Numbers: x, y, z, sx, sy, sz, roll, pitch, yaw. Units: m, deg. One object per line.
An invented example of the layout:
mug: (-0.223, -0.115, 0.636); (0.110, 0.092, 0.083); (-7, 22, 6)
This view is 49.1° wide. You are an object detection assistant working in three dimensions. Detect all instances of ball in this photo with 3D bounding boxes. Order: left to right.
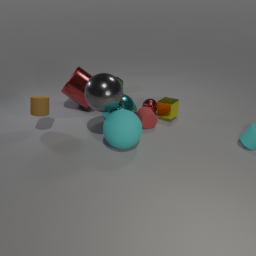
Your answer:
ball: (-0.856, -1.260, 10.015); (1.400, 1.400, 1.400); (0, 31, 0)
ball: (-0.349, -0.697, 11.224); (1.400, 1.400, 1.400); (0, 31, 0)
ball: (-0.193, 0.038, 10.019); (1.400, 1.400, 1.400); (0, 31, 0)
ball: (0.972, -0.951, 12.365); (0.700, 0.700, 0.700); (0, 31, 0)

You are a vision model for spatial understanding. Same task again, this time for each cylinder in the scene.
cylinder: (-3.391, -0.858, 10.782); (0.700, 0.700, 0.700); (4, 14, -1)
cylinder: (-2.038, -1.792, 12.572); (1.400, 1.400, 1.400); (35, 27, -16)
cylinder: (0.765, -0.421, 11.450); (0.700, 0.700, 0.700); (-8, 31, -13)
cylinder: (4.521, 0.310, 10.023); (0.700, 0.700, 0.700); (16, 42, -15)

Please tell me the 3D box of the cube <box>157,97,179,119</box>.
cube: (1.704, -0.855, 11.942); (0.700, 0.700, 0.700); (15, 30, 32)

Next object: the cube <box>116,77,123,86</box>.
cube: (-0.705, -2.163, 14.394); (0.700, 0.700, 0.700); (-15, 33, -24)
